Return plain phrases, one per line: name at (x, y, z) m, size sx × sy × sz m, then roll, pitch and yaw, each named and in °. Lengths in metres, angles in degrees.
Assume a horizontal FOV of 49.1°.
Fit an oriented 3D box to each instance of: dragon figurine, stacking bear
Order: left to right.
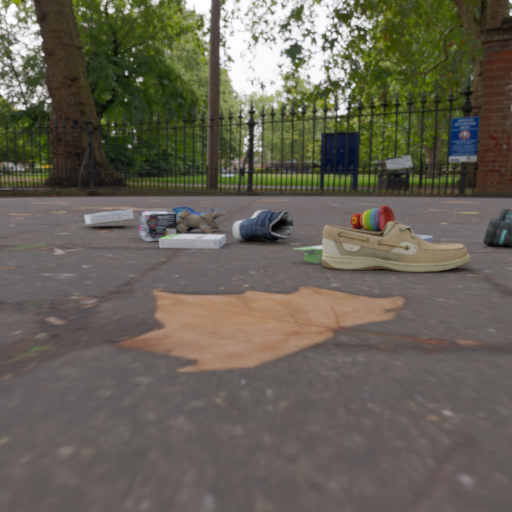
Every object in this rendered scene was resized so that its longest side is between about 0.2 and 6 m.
dragon figurine at (-1.950, -0.998, 15.803) m, size 2.507 × 0.738 × 1.246 m, roll -1°, pitch 7°, yaw -23°
stacking bear at (3.393, -1.056, 16.688) m, size 1.278 × 0.776 × 0.727 m, roll -2°, pitch 0°, yaw 43°

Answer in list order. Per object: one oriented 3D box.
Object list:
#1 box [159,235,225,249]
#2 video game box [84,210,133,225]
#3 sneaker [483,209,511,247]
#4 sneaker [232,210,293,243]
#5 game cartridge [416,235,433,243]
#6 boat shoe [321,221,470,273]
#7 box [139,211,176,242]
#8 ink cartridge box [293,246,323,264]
box at (-1.445, -0.336, 12.864) m, size 1.363 × 0.248 × 0.984 m, roll 2°, pitch 8°, yaw 6°
video game box at (-4.684, -1.229, 17.768) m, size 1.326 × 0.341 × 1.456 m, roll -12°, pitch 7°, yaw -21°
sneaker at (5.988, -0.557, 13.142) m, size 0.841 × 0.800 × 2.122 m, roll 17°, pitch 24°, yaw 32°
sneaker at (0.436, -0.793, 13.951) m, size 1.352 × 0.711 × 1.871 m, roll -8°, pitch 12°, yaw 30°
game cartridge at (3.865, -0.385, 13.480) m, size 0.615 × 0.189 × 0.925 m, roll 2°, pitch 7°, yaw 39°
boat shoe at (2.371, -0.175, 9.537) m, size 2.482 × 0.801 × 0.885 m, roll 0°, pitch 8°, yaw 3°
box at (-2.528, -0.780, 14.270) m, size 0.821 × 0.712 × 1.242 m, roll -2°, pitch 7°, yaw -18°
ink cartridge box at (1.193, -0.026, 10.367) m, size 0.939 × 0.279 × 0.488 m, roll -5°, pitch 7°, yaw -22°
